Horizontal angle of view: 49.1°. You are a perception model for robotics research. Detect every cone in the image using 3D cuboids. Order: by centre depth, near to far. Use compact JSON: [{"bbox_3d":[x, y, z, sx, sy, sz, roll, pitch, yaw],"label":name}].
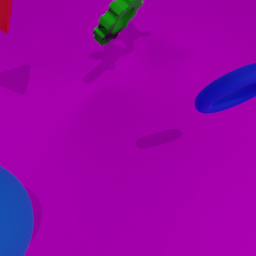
[{"bbox_3d":[-2.703,-2.393,4.833,1.257,1.253,1.253,6,48,-21],"label":"cone"}]

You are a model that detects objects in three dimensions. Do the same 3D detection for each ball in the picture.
[{"bbox_3d":[-1.674,0.992,2.801,1.380,1.380,1.380,0,51,0],"label":"ball"}]

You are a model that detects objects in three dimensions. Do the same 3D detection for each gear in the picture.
[{"bbox_3d":[-0.197,-2.450,6.178,0.263,1.422,1.422,43,58,-3],"label":"gear"}]

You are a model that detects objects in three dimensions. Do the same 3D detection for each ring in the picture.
[{"bbox_3d":[1.532,-0.544,3.998,1.215,1.215,0.243,-17,74,-13],"label":"ring"}]
